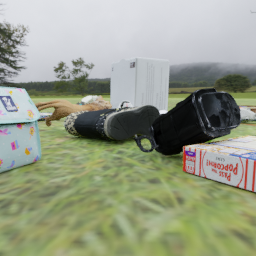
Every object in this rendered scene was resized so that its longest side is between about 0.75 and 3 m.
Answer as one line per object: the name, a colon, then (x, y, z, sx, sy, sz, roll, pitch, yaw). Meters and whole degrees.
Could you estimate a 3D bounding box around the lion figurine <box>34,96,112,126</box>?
lion figurine: (-1.452, -0.436, 7.395, 1.268, 0.750, 2.070, -14, -4, 36)

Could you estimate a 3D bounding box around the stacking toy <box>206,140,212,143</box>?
stacking toy: (1.580, 0.063, 5.352, 0.378, 0.811, 0.896, 29, -3, -16)

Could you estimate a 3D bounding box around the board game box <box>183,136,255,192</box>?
board game box: (1.655, 0.390, 3.593, 1.534, 0.355, 1.162, -5, 9, -36)

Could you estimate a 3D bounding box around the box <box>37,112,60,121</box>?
box: (-3.098, -0.427, 10.507, 0.787, 0.217, 1.152, -4, 8, -29)

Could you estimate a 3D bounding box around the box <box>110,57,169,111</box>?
box: (0.383, -1.522, 11.032, 1.475, 2.257, 2.245, -1, 7, -26)

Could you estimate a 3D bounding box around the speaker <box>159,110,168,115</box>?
speaker: (0.949, -0.196, 7.558, 0.516, 0.516, 1.271, 1, 7, 6)

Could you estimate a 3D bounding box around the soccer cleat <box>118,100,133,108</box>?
soccer cleat: (-0.089, -0.537, 9.231, 0.615, 0.764, 1.793, 0, 8, -5)

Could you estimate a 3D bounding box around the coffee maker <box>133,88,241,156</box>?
coffee maker: (0.881, 0.000, 4.122, 1.119, 0.785, 1.165, -35, -2, -30)

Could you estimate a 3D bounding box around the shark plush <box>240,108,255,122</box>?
shark plush: (3.959, -0.423, 9.449, 1.611, 0.732, 0.671, -2, -25, 22)

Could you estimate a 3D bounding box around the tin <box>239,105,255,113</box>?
tin: (4.557, -0.641, 11.207, 1.434, 0.536, 2.561, 1, 6, 39)

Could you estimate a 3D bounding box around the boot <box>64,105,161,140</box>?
boot: (-0.288, -0.149, 6.434, 1.523, 0.728, 2.017, 2, 7, 36)

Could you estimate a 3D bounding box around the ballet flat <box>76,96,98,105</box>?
ballet flat: (-1.299, -0.771, 10.544, 0.946, 0.946, 2.631, 1, 7, 11)

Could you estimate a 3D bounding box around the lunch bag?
lunch bag: (-1.718, -0.014, 3.778, 0.680, 1.115, 0.950, 3, 7, 27)
